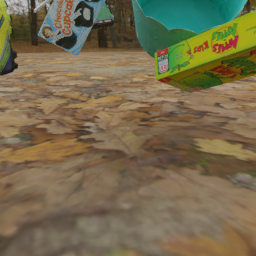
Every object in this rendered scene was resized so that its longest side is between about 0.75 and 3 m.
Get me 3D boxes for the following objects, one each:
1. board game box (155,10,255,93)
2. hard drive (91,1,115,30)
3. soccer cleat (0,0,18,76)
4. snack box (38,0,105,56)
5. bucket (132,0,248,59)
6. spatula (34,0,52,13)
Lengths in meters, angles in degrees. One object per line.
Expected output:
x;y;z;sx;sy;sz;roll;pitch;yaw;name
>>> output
1.622;-1.160;4.453;2.182;0.519;1.108;-12;-15;43;board game box
-1.602;-4.556;10.099;1.543;2.209;0.418;-23;-11;-29;hard drive
-3.597;-2.522;7.369;1.004;2.399;0.776;-20;37;-32;soccer cleat
-1.209;-2.605;6.273;0.980;1.687;0.313;23;17;-24;snack box
1.254;-2.750;6.166;2.595;2.595;1.688;1;-15;4;bucket
-1.631;-2.943;5.858;0.102;0.880;1.266;30;40;-13;spatula
